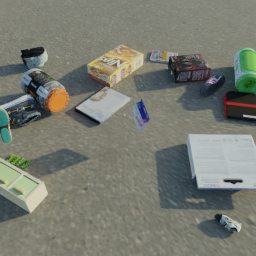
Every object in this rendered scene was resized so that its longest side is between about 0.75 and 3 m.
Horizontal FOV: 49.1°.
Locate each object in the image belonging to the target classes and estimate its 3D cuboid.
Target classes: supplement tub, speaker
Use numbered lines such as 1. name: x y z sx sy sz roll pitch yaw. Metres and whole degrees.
1. supplement tub: -3.524 -1.581 11.927 1.274 1.274 2.079 -34 52 -29
2. speaker: 5.619 -2.725 13.211 1.176 1.176 2.660 10 45 10

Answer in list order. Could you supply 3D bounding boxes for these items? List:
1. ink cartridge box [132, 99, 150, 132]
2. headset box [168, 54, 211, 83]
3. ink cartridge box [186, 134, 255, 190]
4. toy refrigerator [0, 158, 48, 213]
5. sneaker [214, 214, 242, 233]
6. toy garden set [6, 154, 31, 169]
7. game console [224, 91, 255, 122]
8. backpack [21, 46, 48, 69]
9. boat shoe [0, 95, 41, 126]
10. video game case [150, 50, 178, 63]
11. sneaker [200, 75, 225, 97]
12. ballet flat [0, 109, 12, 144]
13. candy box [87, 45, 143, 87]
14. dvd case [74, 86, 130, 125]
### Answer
1. ink cartridge box: 0.433 -0.440 9.878 0.194 0.895 0.878 -9 63 -19
2. headset box: 3.065 -2.950 13.726 1.888 0.708 1.403 -6 45 -6
3. ink cartridge box: 3.336 1.211 9.636 2.341 0.516 2.384 1 46 1
4. toy refrigerator: -3.680 1.741 8.918 2.119 0.741 0.804 23 49 21
5. sneaker: 2.893 2.787 8.173 0.784 0.290 0.347 19 45 19
6. toy garden set: -3.976 1.246 9.838 0.811 0.162 0.676 16 47 16
7. game console: 5.121 -0.899 11.990 1.937 0.301 1.713 7 50 8
8. backpack: -4.703 -3.613 14.245 1.205 0.907 1.070 -17 47 -1
9. boat shoe: -4.621 -0.423 11.125 2.188 0.774 0.993 -29 76 -7
10. video game case: 1.931 -3.834 15.057 1.350 0.118 0.965 10 46 10
11. sneaker: 3.760 -1.946 12.938 1.633 0.573 0.670 -31 31 -27
12. ballet flat: -3.931 -0.095 8.799 0.434 1.248 0.434 3 29 -2
13. candy box: -0.587 -3.133 13.904 1.486 0.712 2.575 30 51 26
14. dvd case: -1.092 -1.045 12.165 1.476 0.182 2.070 29 51 26
